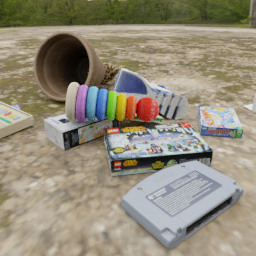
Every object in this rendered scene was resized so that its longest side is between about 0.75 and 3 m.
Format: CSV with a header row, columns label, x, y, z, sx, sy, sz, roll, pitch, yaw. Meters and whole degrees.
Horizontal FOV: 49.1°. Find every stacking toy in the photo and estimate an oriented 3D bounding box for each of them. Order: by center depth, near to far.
label,x,y,z,sx,sy,sz,roll,pitch,yaw
stacking toy,-0.439,-0.666,8.684,2.812,1.200,1.200,6,25,-4

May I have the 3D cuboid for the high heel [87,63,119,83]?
label,x,y,z,sx,sy,sz,roll,pitch,yaw
high heel,-1.967,-2.786,14.550,2.046,1.025,2.871,-13,11,-40

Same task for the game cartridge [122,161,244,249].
label,x,y,z,sx,sy,sz,roll,pitch,yaw
game cartridge,1.179,1.510,6.241,2.458,0.510,1.637,-18,26,-34

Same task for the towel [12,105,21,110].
label,x,y,z,sx,sy,sz,roll,pitch,yaw
towel,-4.899,-0.794,11.553,0.835,0.100,0.605,-14,28,-27

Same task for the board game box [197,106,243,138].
label,x,y,z,sx,sy,sz,roll,pitch,yaw
board game box,3.253,-0.267,10.129,1.354,0.345,2.000,4,25,8

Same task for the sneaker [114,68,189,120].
label,x,y,z,sx,sy,sz,roll,pitch,yaw
sneaker,0.823,-1.286,11.080,2.939,1.187,1.697,23,11,-10

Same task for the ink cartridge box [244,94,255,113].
label,x,y,z,sx,sy,sz,roll,pitch,yaw
ink cartridge box,5.871,-0.876,10.938,1.332,0.772,2.287,-11,27,-22

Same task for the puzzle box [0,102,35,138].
label,x,y,z,sx,sy,sz,roll,pitch,yaw
puzzle box,-4.977,-0.330,10.147,2.827,0.359,1.881,19,34,35

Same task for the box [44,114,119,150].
label,x,y,z,sx,sy,sz,roll,pitch,yaw
box,-1.518,-0.092,9.392,2.179,0.655,1.271,-20,31,-36

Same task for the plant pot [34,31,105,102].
label,x,y,z,sx,sy,sz,roll,pitch,yaw
plant pot,-2.370,-2.700,13.023,2.985,2.985,2.603,9,8,19

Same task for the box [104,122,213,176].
label,x,y,z,sx,sy,sz,roll,pitch,yaw
box,0.762,0.526,8.186,2.795,0.557,1.914,-4,25,-9

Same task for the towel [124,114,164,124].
label,x,y,z,sx,sy,sz,roll,pitch,yaw
towel,-0.130,-0.760,10.624,2.012,0.309,2.638,5,19,-38
